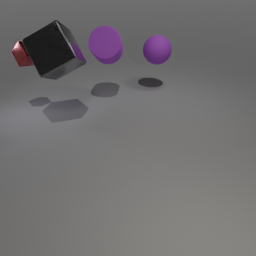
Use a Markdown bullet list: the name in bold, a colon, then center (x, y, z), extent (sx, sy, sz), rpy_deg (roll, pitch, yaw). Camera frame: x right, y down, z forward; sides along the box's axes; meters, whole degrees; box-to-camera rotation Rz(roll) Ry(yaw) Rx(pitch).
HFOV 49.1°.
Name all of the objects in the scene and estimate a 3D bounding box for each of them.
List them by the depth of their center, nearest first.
- **cube**: center (-2.517, -2.647, 9.802), extent (1.400, 1.400, 1.400), rpy_deg (-26, 3, 9)
- **cube**: center (-3.945, -2.887, 10.895), extent (0.700, 0.700, 0.700), rpy_deg (-33, -7, 41)
- **cylinder**: center (-0.945, -3.611, 12.340), extent (1.400, 1.400, 1.400), rpy_deg (1, 4, 2)
- **ball**: center (1.437, -3.828, 13.735), extent (1.400, 1.400, 1.400), rpy_deg (0, 29, 0)
